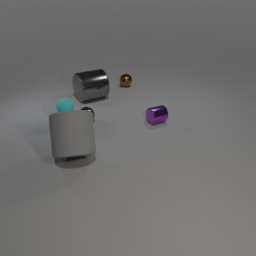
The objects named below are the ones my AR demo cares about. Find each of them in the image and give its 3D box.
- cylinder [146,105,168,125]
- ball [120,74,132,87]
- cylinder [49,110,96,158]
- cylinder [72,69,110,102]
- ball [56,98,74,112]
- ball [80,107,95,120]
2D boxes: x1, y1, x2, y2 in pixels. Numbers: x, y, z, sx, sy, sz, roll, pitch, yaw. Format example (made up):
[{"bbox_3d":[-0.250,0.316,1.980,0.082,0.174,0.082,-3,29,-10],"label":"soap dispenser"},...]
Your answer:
[{"bbox_3d":[1.209,-0.553,11.686,0.700,0.700,0.700,-14,32,-24],"label":"cylinder"},{"bbox_3d":[-0.114,-2.604,15.266,0.700,0.700,0.700,0,30,0],"label":"ball"},{"bbox_3d":[-1.804,0.214,9.123,1.400,1.400,1.400,-6,-3,0],"label":"cylinder"},{"bbox_3d":[-1.806,-2.077,13.646,1.400,1.400,1.400,-16,33,-26],"label":"cylinder"},{"bbox_3d":[-2.517,-0.860,11.215,0.700,0.700,0.700,0,30,0],"label":"ball"},{"bbox_3d":[-1.723,-0.534,11.657,0.700,0.700,0.700,0,30,0],"label":"ball"}]
